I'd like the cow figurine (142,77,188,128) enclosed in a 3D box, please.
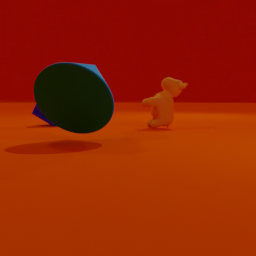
[{"bbox_3d":[0.977,-0.633,7.048,1.201,1.221,0.670,-15,4,-11],"label":"cow figurine"}]

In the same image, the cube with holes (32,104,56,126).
[{"bbox_3d":[-2.086,-0.560,7.884,0.720,0.720,0.720,30,11,7],"label":"cube with holes"}]

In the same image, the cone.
[{"bbox_3d":[-0.767,-0.830,5.020,1.337,1.337,1.342,1,38,11],"label":"cone"}]
